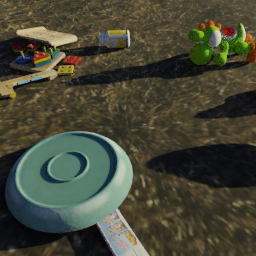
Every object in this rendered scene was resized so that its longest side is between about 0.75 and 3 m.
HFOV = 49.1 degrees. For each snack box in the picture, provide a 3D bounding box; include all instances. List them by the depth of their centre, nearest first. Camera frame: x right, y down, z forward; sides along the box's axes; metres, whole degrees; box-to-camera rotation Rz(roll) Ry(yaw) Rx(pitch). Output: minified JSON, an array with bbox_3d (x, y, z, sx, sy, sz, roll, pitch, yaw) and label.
[{"bbox_3d":[-0.105,2.026,5.016,0.492,0.166,1.368,-22,47,-23],"label":"snack box"}]

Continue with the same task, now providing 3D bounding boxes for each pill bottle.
[{"bbox_3d":[-0.511,-3.370,10.632,1.126,0.631,0.631,-2,42,-2],"label":"pill bottle"}]

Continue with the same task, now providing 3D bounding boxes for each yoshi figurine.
[{"bbox_3d":[3.171,-2.739,9.788,2.559,1.438,1.433,3,81,-17],"label":"yoshi figurine"}]

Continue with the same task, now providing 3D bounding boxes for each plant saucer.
[{"bbox_3d":[-1.264,0.904,6.003,2.721,0.373,2.721,-2,38,1],"label":"plant saucer"}]

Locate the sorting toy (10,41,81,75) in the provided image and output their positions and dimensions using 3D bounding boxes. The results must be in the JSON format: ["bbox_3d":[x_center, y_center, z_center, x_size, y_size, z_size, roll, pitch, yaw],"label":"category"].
[{"bbox_3d":[-3.093,-2.515,9.795,2.912,0.493,1.404,14,44,15],"label":"sorting toy"}]

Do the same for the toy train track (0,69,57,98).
[{"bbox_3d":[-3.369,-1.275,8.547,2.561,0.417,1.469,-25,40,-32],"label":"toy train track"}]

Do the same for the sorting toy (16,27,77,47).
[{"bbox_3d":[-3.108,-3.493,10.814,1.747,0.319,1.617,21,32,18],"label":"sorting toy"}]
